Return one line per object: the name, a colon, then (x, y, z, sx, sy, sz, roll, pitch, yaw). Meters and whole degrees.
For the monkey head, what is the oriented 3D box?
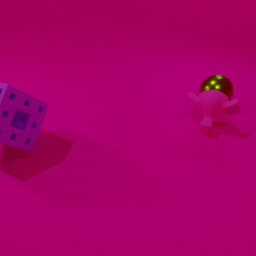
monkey head: (2.112, -0.511, 7.151, 1.284, 0.774, 0.924, 13, 49, 26)

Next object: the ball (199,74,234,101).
ball: (2.591, -1.082, 8.230, 0.980, 0.980, 0.980, 0, 35, 0)

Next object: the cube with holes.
cube with holes: (-2.769, -0.276, 6.302, 1.162, 1.162, 1.162, 13, 80, 32)
